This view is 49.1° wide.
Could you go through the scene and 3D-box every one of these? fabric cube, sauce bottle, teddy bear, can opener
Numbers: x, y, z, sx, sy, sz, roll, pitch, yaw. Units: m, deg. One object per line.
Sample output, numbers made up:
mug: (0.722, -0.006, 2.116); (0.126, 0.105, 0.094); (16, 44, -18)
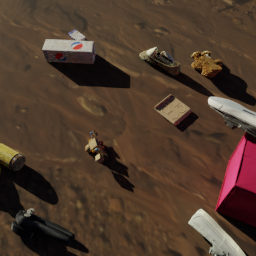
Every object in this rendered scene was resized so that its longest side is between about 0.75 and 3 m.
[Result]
fabric cube: (4.546, 1.829, 9.180); (2.362, 2.324, 2.369); (20, 59, 13)
sauce bottle: (-4.952, 0.930, 10.800); (2.107, 0.682, 0.682); (24, 59, 18)
teddy bear: (3.813, -3.110, 13.644); (1.437, 0.662, 1.981); (-18, 50, -21)
can opener: (-2.776, 3.301, 9.297); (2.174, 0.855, 0.689); (15, 18, 6)

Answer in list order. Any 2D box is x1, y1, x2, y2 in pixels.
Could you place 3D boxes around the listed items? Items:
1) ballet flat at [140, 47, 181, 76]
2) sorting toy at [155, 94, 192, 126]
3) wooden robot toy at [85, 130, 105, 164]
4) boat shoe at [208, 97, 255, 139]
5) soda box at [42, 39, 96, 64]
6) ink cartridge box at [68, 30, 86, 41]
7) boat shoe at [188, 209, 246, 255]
ballet flat: (1.589, -3.413, 13.609); (2.339, 0.881, 0.793); (35, 61, 21)
sorting toy: (1.966, -0.785, 12.250); (1.155, 0.228, 1.248); (-38, 68, -23)
wooden robot toy: (-1.347, 0.816, 11.067); (0.677, 0.657, 1.491); (-35, 56, 20)
boat shoe: (3.564, -0.261, 9.050); (2.397, 0.794, 0.838); (32, 32, 34)
soda box: (-2.893, -3.810, 13.937); (2.468, 0.786, 0.840); (4, 56, 2)
ink cartridge box: (-2.749, -4.929, 15.064); (0.884, 0.186, 0.528); (41, 65, 20)
boat shoe: (2.894, 3.713, 8.925); (0.828, 0.811, 2.324); (-42, 64, -4)
